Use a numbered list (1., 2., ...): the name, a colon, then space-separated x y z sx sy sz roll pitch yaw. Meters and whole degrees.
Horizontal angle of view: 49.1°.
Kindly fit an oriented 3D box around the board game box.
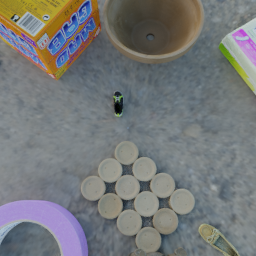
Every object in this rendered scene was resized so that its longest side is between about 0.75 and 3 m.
1. board game box: -2.310 -3.115 7.662 2.180 2.179 2.178 36 79 8

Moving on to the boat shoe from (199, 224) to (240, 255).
1. boat shoe: 2.318 2.890 7.100 1.154 0.363 0.421 44 80 10

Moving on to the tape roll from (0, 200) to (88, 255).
1. tape roll: -2.418 3.180 6.750 2.799 0.918 2.799 0 77 0

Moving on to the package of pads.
1. package of pads: 4.262 -2.014 8.054 2.034 0.898 2.633 -31 78 -7

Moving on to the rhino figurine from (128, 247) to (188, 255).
1. rhino figurine: 0.262 3.267 6.478 2.624 1.147 0.785 5 53 -10

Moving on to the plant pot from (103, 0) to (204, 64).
1. plant pot: 0.684 -2.952 8.107 2.733 1.262 2.733 0 77 -1

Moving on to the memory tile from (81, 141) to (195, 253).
1. memory tile: 0.237 1.796 7.455 2.623 0.220 2.011 41 80 9

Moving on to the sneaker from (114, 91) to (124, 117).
1. sneaker: -0.261 -0.713 8.018 0.294 0.339 0.819 -5 76 -1
